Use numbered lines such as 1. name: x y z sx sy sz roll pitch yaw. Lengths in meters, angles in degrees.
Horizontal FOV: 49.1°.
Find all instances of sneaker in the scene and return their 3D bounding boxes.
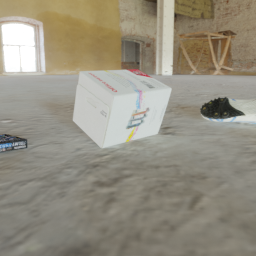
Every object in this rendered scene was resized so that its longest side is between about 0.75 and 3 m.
1. sneaker: 3.737 -0.497 9.176 2.643 0.958 0.950 -2 56 22

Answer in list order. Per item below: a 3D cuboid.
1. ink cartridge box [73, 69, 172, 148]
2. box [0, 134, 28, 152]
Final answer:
1. ink cartridge box: -0.188 -0.599 7.290 2.000 1.446 1.453 -11 38 -40
2. box: -3.015 0.358 6.454 0.973 0.244 0.980 6 9 36
